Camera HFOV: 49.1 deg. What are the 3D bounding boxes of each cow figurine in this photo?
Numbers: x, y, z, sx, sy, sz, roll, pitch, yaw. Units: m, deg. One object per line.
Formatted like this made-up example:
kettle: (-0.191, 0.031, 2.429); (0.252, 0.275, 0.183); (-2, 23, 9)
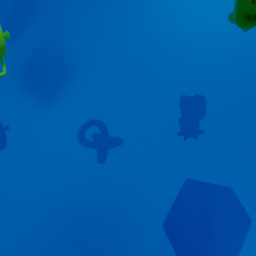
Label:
cow figurine: (2.711, -2.695, 5.876); (0.793, 1.444, 1.421); (-1, 36, -5)

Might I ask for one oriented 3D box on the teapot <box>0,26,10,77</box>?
teapot: (-2.967, -1.952, 5.877); (0.878, 1.115, 1.793); (-19, 103, -28)
